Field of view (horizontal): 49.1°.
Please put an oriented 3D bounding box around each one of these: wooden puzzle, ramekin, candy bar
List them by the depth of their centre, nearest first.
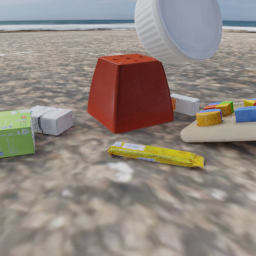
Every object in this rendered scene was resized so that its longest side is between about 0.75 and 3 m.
[{"bbox_3d":[0.649,0.653,6.945,2.446,0.271,0.610,7,20,16],"label":"candy bar"},{"bbox_3d":[1.199,-2.684,6.956,2.360,2.360,1.099,-19,8,-38],"label":"ramekin"},{"bbox_3d":[3.099,-0.395,8.172,2.479,0.620,2.677,-3,19,35],"label":"wooden puzzle"}]

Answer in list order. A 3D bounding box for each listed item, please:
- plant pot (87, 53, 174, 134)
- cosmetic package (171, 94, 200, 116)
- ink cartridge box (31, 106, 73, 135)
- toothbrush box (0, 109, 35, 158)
[{"bbox_3d":[0.045,-1.332,9.347,2.292,2.020,2.290,-12,27,-27],"label":"plant pot"},{"bbox_3d":[1.981,-0.837,10.049,1.083,0.549,0.386,19,30,38],"label":"cosmetic package"},{"bbox_3d":[-2.501,-0.254,8.669,1.311,0.549,0.951,7,22,18],"label":"ink cartridge box"},{"bbox_3d":[-3.481,0.161,7.394,1.880,0.809,1.369,-7,25,-17],"label":"toothbrush box"}]
